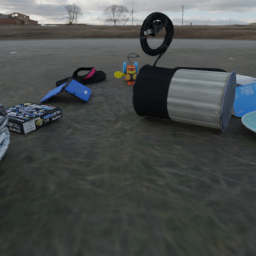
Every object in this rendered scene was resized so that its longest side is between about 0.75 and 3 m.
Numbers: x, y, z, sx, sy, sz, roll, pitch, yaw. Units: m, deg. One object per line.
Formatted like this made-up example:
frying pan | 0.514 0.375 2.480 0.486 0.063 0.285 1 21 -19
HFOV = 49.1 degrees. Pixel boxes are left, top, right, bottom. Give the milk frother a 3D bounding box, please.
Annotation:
milk frother | 1.510 -1.495 7.302 2.416 2.568 2.318 11 56 27

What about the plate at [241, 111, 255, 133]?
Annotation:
plate | 4.047 0.055 6.827 2.435 0.311 2.435 0 20 0

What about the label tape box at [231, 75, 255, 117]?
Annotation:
label tape box | 3.484 -1.149 9.142 1.930 0.891 2.694 -15 24 -30

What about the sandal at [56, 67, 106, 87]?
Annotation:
sandal | -1.988 -2.368 12.601 1.109 0.666 2.954 13 25 30

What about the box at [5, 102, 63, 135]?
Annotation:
box | -2.828 -0.328 7.752 1.436 0.357 1.425 11 23 28

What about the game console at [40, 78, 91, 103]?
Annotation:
game console | -2.205 -1.162 10.198 1.385 0.960 1.623 29 18 -12

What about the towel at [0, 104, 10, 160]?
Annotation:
towel | -3.423 0.166 4.947 2.136 1.104 2.579 -5 11 -12

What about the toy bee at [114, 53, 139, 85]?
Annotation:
toy bee | 0.039 -2.410 12.517 1.360 1.129 2.077 -3 -5 16
